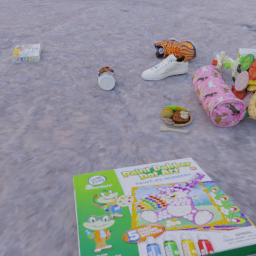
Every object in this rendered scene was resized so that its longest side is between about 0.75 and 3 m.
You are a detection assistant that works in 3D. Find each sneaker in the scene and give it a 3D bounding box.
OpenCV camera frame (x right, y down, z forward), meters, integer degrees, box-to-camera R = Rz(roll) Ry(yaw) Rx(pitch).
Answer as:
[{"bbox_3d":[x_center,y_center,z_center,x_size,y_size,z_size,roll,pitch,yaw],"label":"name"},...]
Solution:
[{"bbox_3d":[2.069,-3.563,13.052,1.341,0.928,2.394,-20,28,-20],"label":"sneaker"},{"bbox_3d":[1.481,-2.548,11.413,2.034,0.861,0.740,-17,38,-15],"label":"sneaker"}]

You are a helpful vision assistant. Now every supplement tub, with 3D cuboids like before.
[{"bbox_3d":[-0.816,-1.942,10.723,0.651,0.651,1.063,-4,34,-5],"label":"supplement tub"}]

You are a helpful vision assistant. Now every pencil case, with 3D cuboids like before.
[{"bbox_3d":[2.873,-1.086,9.083,1.127,1.078,2.604,-27,31,17],"label":"pencil case"}]

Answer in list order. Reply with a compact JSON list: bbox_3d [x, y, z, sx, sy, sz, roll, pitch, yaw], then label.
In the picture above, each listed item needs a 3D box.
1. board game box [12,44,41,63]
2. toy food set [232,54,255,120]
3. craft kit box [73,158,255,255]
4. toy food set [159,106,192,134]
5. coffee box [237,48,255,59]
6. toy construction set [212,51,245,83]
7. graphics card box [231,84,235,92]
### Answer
[{"bbox_3d":[-4.848,-3.606,13.479,1.178,0.300,1.752,-7,35,-10],"label":"board game box"},{"bbox_3d":[3.852,-1.271,8.315,0.519,2.133,2.111,14,6,-14],"label":"toy food set"},{"bbox_3d":[0.450,1.569,5.120,2.767,0.671,2.733,-8,20,-11],"label":"craft kit box"},{"bbox_3d":[1.504,-0.379,8.728,1.012,0.294,1.466,7,35,10],"label":"toy food set"},{"bbox_3d":[5.157,-2.934,12.070,0.776,0.768,0.777,6,33,10],"label":"coffee box"},{"bbox_3d":[4.823,-2.524,10.961,2.920,1.345,1.915,0,57,13],"label":"toy construction set"},{"bbox_3d":[4.813,-1.166,9.684,2.065,0.525,1.296,-12,36,-15],"label":"graphics card box"}]
